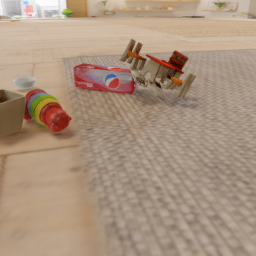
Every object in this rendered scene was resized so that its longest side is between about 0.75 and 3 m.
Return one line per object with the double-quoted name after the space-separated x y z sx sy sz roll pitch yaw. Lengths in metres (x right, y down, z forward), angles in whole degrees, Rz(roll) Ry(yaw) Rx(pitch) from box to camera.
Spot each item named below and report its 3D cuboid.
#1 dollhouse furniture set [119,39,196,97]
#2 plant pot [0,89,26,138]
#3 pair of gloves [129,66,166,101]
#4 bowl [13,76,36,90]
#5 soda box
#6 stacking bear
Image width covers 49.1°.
1.230 -2.106 9.293 2.266 1.168 2.242 35 18 16 "dollhouse furniture set"
-3.102 -0.333 6.771 0.990 0.878 0.992 18 32 32 "plant pot"
0.640 -1.481 8.994 1.333 0.234 1.134 30 25 -23 "pair of gloves"
-3.672 -1.573 10.001 0.780 0.350 0.780 0 25 0 "bowl"
-0.784 -1.776 9.921 2.237 0.783 0.709 9 27 17 "soda box"
-1.991 -0.377 7.039 0.895 0.838 1.474 -20 37 -36 "stacking bear"
